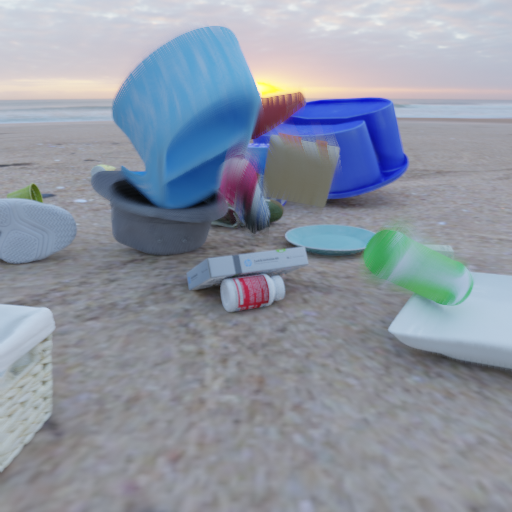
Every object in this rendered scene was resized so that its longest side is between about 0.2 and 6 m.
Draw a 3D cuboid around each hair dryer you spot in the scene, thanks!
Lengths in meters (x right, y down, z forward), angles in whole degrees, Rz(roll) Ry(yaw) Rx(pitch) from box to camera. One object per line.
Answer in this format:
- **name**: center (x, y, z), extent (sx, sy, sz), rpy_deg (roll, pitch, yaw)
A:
- **hair dryer**: center (-0.124, -2.972, 10.150), extent (2.209, 1.682, 0.600), rpy_deg (12, 14, -19)

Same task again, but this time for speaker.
- **speaker**: center (2.085, 0.172, 7.146), extent (1.474, 0.652, 0.652), rpy_deg (22, 5, -29)

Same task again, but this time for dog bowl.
- **dog bowl**: center (-1.048, -1.935, 9.068), extent (2.191, 0.974, 3.930), rpy_deg (-33, -10, -17)

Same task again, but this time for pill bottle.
- **pill bottle**: center (-0.045, 0.506, 7.905), extent (0.833, 0.468, 0.468), rpy_deg (-7, 19, -20)

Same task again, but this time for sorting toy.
- **sorting toy**: center (0.762, -1.564, 9.963), extent (1.192, 1.185, 0.415), rpy_deg (10, 39, 0)

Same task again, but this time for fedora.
- **fedora**: center (-1.833, -0.747, 10.514), extent (2.524, 1.140, 2.232), rpy_deg (-2, 27, -28)

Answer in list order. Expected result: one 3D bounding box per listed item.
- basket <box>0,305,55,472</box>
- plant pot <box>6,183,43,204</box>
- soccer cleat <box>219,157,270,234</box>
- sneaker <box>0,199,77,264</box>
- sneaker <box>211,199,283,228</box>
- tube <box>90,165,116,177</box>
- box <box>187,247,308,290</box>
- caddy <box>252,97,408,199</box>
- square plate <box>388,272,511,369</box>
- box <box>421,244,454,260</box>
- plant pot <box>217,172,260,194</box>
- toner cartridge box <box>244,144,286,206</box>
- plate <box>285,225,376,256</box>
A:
- **basket**: center (-2.822, 1.111, 4.874), extent (1.806, 1.114, 1.224), rpy_deg (4, 17, 8)
- **plant pot**: center (-5.692, -1.365, 13.724), extent (0.662, 0.720, 0.720), rpy_deg (-12, 18, 0)
- **soccer cleat**: center (-0.246, -1.077, 9.123), extent (0.606, 1.736, 0.750), rpy_deg (-24, 53, 1)
- **sneaker**: center (-4.830, -0.613, 10.293), extent (3.057, 1.154, 1.740), rpy_deg (-6, 20, -9)
- **sneaker**: center (-0.287, -0.865, 12.302), extent (1.767, 0.592, 0.793), rpy_deg (4, 31, 1)
- **tube**: center (-5.169, -2.845, 18.726), extent (0.571, 0.511, 1.969), rpy_deg (38, 5, -14)
- **box**: center (-0.154, 0.196, 8.365), extent (1.521, 0.313, 1.186), rpy_deg (-6, -9, -21)
- **caddy**: center (1.944, -2.762, 15.413), extent (4.412, 2.316, 3.119), rpy_deg (11, 39, 42)
- **square plate**: center (3.300, 0.806, 6.850), extent (2.798, 0.398, 2.772), rpy_deg (7, 17, 26)
- **box**: center (2.599, 0.070, 9.277), extent (1.222, 0.502, 0.418), rpy_deg (4, 17, 10)
- **plant pot**: center (-0.925, -1.741, 13.489), extent (1.917, 1.791, 1.791), rpy_deg (14, 17, -4)
- **toner cartridge box**: center (-0.875, -2.123, 14.528), extent (3.289, 1.562, 0.710), rpy_deg (4, 18, 14)
- **plate**: center (1.472, -0.283, 10.850), extent (1.838, 0.235, 1.838), rpy_deg (-1, 18, 0)
